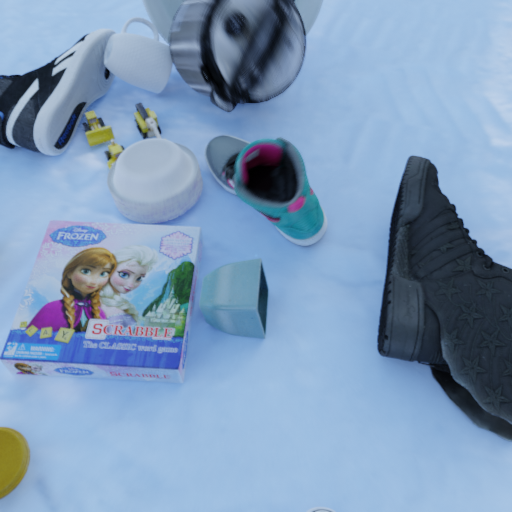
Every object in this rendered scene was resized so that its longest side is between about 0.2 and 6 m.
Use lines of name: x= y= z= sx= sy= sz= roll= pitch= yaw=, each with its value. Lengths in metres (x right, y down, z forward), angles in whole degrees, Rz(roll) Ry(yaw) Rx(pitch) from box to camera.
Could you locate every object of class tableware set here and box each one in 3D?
tableware set: x=-3.330 y=3.194 z=6.759 sx=3.157 sy=0.484 sz=2.127 roll=17 pitch=53 yaw=13

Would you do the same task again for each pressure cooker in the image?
pressure cooker: x=-0.308 y=-3.938 z=10.480 sx=2.193 sy=2.159 sz=2.455 roll=-23 pitch=27 yaw=-22

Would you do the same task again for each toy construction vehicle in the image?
toy construction vehicle: x=-2.524 y=-2.377 z=10.722 sx=1.398 sy=0.566 sz=1.606 roll=-20 pitch=56 yaw=-14

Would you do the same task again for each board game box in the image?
board game box: x=-2.205 y=0.610 z=8.556 sx=2.539 sy=0.522 sz=2.533 roll=2 pitch=54 yaw=2

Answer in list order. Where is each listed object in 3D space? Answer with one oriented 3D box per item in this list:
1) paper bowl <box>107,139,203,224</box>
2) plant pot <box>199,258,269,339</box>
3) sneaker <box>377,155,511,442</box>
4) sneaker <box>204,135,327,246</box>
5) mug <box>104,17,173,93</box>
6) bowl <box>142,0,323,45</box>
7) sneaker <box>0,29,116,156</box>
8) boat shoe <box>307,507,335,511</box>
paper bowl: x=-1.785 y=-1.412 z=9.758 sx=1.619 sy=0.842 sz=1.619 roll=-5 pitch=50 yaw=5
plant pot: x=-0.338 y=0.644 z=8.353 sx=0.919 sy=0.902 sz=0.900 roll=-1 pitch=54 yaw=9
sneaker: x=3.057 y=0.396 z=8.320 sx=2.205 sy=1.270 sz=4.228 roll=10 pitch=60 yaw=9
sneaker: x=-0.059 y=-1.425 z=9.226 sx=1.180 sy=1.703 sz=2.821 roll=-45 pitch=64 yaw=-6
mug: x=-2.365 y=-4.096 z=11.249 sx=1.173 sy=0.988 sz=1.338 roll=11 pitch=89 yaw=-32
bowl: x=-0.520 y=-5.956 z=11.876 sx=3.815 sy=3.815 sz=1.715 roll=-4 pitch=28 yaw=-3
sneaker: x=-4.187 y=-3.531 z=11.156 sx=1.901 sy=1.241 sz=3.398 roll=13 pitch=55 yaw=9
boat shoe: x=0.857 y=3.943 z=5.906 sx=0.926 sy=0.856 sz=2.507 roll=0 pitch=54 yaw=0
